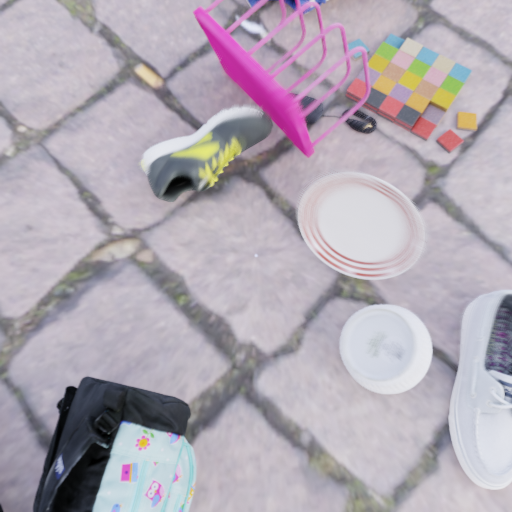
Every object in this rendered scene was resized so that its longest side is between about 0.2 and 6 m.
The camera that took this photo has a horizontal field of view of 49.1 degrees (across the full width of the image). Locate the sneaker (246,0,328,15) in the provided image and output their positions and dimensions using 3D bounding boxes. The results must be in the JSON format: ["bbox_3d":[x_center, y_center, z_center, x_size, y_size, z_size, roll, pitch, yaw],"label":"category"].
[{"bbox_3d":[1.259,-5.258,10.808,3.113,1.172,1.372,5,82,8],"label":"sneaker"}]

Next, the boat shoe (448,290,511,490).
[{"bbox_3d":[3.480,1.845,8.015,1.015,0.966,2.818,15,71,4],"label":"boat shoe"}]

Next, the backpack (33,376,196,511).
[{"bbox_3d":[-1.808,3.018,6.933,1.750,2.307,2.764,19,73,-21],"label":"backpack"}]

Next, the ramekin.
[{"bbox_3d":[1.840,1.319,8.138,1.321,0.694,1.321,-6,73,21],"label":"ramekin"}]

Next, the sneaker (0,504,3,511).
[{"bbox_3d":[-4.514,3.349,7.241,2.002,1.153,3.839,-24,63,-23],"label":"sneaker"}]

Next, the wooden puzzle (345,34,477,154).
[{"bbox_3d":[2.847,-3.172,10.356,2.904,0.204,1.722,32,72,12],"label":"wooden puzzle"}]

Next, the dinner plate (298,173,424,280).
[{"bbox_3d":[1.552,-0.439,8.381,1.919,1.919,0.233,26,45,9],"label":"dinner plate"}]

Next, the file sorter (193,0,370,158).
[{"bbox_3d":[0.522,-3.284,9.297,1.569,1.739,2.502,-40,70,1],"label":"file sorter"}]

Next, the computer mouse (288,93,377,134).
[{"bbox_3d":[1.260,-2.571,10.074,1.863,0.317,0.546,12,69,4],"label":"computer mouse"}]

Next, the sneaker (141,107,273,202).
[{"bbox_3d":[-0.738,-1.564,9.150,2.305,0.858,0.975,-23,60,13],"label":"sneaker"}]
